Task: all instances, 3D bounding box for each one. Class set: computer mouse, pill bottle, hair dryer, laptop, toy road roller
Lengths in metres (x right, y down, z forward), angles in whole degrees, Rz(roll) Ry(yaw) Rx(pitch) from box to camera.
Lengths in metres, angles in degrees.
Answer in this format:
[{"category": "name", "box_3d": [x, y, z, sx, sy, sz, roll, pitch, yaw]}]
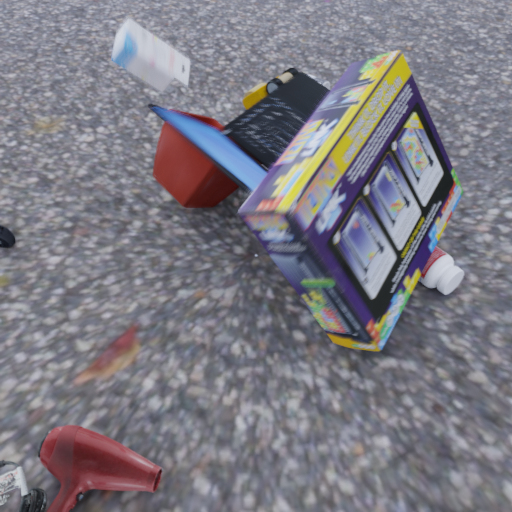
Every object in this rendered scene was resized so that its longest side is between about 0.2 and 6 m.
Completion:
[{"category": "computer mouse", "box_3d": [-5.358, -0.606, 10.464, 1.758, 0.515, 0.299, 23, 59, -15]}, {"category": "pill bottle", "box_3d": [1.450, -4.513, 14.836, 0.937, 0.498, 0.498, 30, 51, 28]}, {"category": "hair dryer", "box_3d": [-2.412, 3.124, 7.089, 2.513, 0.683, 1.914, -20, 62, -11]}, {"category": "laptop", "box_3d": [0.532, -2.274, 9.975, 3.530, 1.823, 3.128, -39, 62, -14]}, {"category": "pill bottle", "box_3d": [3.035, 0.129, 9.952, 0.679, 0.679, 1.209, -28, 51, -25]}, {"category": "toy road roller", "box_3d": [0.536, -3.866, 14.027, 1.548, 1.130, 0.951, -9, 27, 49]}]

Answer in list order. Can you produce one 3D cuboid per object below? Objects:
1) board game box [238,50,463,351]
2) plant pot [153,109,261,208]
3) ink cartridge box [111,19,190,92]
[{"category": "board game box", "box_3d": [1.693, -0.846, 8.681, 1.014, 2.957, 3.577, 1, 47, 48]}, {"category": "plant pot", "box_3d": [-1.115, -1.801, 11.072, 1.559, 1.374, 1.558, 45, 24, 19]}, {"category": "ink cartridge box", "box_3d": [-2.115, -3.981, 11.399, 1.504, 0.510, 0.866, 26, 47, -32]}]
